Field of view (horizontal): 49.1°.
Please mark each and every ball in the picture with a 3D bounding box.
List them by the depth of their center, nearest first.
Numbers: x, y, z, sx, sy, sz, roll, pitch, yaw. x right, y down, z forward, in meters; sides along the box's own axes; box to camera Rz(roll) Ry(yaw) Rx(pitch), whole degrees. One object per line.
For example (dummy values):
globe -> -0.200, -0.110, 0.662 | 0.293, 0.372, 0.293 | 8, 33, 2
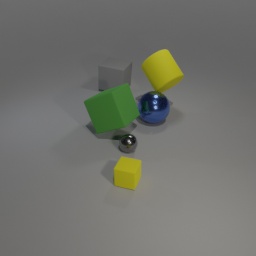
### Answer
ball -> 0.010, 0.561, 10.416 | 0.700, 0.700, 0.700 | 0, 32, 0
ball -> 1.103, -0.889, 12.057 | 1.400, 1.400, 1.400 | 0, 32, 0

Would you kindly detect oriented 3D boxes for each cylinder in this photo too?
cylinder -> 1.512, -2.475, 12.354 | 1.400, 1.400, 1.400 | -24, 80, -34

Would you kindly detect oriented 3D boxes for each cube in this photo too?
cube -> -0.005, 1.440, 8.982 | 0.700, 0.700, 0.700 | 9, 32, 16
cube -> -0.603, -0.774, 11.026 | 1.400, 1.400, 1.400 | -13, 15, 31
cube -> -0.678, -2.833, 15.072 | 1.400, 1.400, 1.400 | 14, 35, 14
